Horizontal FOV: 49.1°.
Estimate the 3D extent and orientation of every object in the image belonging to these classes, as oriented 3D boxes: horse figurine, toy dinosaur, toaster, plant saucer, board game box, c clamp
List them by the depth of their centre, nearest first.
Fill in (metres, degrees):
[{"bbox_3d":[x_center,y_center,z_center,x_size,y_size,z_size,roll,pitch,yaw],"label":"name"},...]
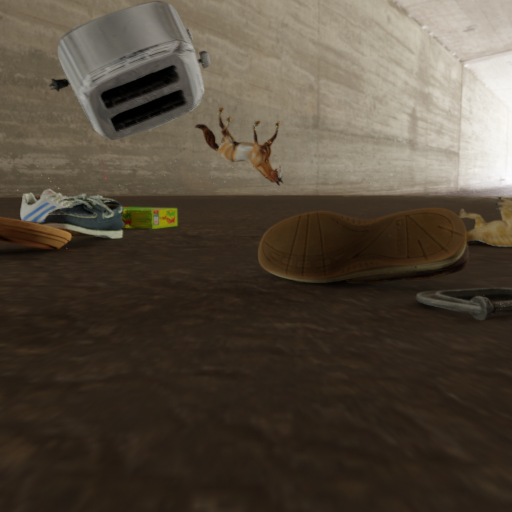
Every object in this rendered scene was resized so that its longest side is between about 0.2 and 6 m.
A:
[{"bbox_3d":[2.334,0.404,5.156,1.521,0.206,1.300,-2,8,-15],"label":"c clamp"},{"bbox_3d":[-1.888,-2.711,8.316,2.325,1.321,1.502,-23,51,-10],"label":"toaster"},{"bbox_3d":[-3.915,-0.362,9.342,1.572,0.294,1.572,9,-7,1],"label":"plant saucer"},{"bbox_3d":[-0.245,-2.024,10.192,1.717,1.138,0.429,16,44,13],"label":"horse figurine"},{"bbox_3d":[4.752,-0.489,10.505,2.984,0.868,1.509,-8,20,8],"label":"toy dinosaur"},{"bbox_3d":[-3.190,-1.013,14.742,2.014,0.480,1.023,4,9,30],"label":"board game box"}]

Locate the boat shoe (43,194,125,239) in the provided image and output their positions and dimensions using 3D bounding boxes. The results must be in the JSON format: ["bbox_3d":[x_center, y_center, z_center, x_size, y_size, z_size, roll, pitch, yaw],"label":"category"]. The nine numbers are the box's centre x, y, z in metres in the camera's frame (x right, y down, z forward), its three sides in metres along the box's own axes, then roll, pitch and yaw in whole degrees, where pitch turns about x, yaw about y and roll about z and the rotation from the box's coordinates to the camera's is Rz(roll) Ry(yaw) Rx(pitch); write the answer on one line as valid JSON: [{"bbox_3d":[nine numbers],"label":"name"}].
[{"bbox_3d":[-3.223,-0.769,10.769,0.991,0.819,2.647,8,3,13],"label":"boat shoe"}]

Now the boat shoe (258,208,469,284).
[{"bbox_3d":[1.230,-0.007,6.617,2.459,0.887,0.885,-6,-27,27],"label":"boat shoe"}]

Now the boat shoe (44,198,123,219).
[{"bbox_3d":[-3.919,-0.961,13.218,0.648,0.785,2.097,4,10,38],"label":"boat shoe"}]

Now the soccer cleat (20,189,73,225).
[{"bbox_3d":[-4.945,-1.187,14.154,2.274,0.982,0.794,2,8,12],"label":"soccer cleat"}]
